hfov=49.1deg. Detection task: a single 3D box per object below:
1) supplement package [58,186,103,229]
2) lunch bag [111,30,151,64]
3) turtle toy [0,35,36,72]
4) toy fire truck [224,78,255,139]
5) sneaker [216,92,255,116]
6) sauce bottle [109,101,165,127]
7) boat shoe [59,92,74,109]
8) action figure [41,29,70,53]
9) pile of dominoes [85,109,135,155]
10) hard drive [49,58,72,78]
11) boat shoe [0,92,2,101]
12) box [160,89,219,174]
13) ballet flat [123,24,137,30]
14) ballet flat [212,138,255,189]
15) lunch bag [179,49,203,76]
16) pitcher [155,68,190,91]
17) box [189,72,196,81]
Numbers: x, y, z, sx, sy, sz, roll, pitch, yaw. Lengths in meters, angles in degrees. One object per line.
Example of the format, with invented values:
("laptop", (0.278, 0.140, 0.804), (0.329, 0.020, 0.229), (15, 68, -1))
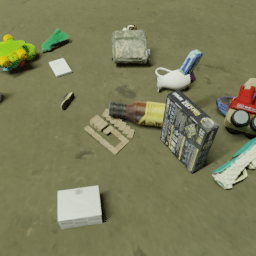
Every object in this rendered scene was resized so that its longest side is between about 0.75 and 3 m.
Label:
("supplement package", (-1.482, 2.456, 8.695), (1.275, 0.707, 0.993), (-6, 51, -7))
("lunch bag", (0.113, -3.840, 13.728), (1.867, 1.301, 1.566), (-1, 61, -2))
("turtle toy", (-5.507, -3.546, 13.476), (2.300, 1.162, 1.676), (-32, 66, -27))
("toy fire truck", (5.205, -0.915, 10.747), (2.425, 1.772, 2.755), (16, 78, 14))
("sneaker", (5.047, -1.072, 11.420), (2.883, 1.131, 1.086), (0, 49, 0))
("sauce bottle", (0.751, -0.579, 11.083), (2.984, 0.985, 0.985), (7, 50, 6))
("boat shoe", (-2.676, -1.178, 12.050), (0.333, 0.362, 1.013), (11, 49, 22))
("action figure", (-3.973, -4.512, 14.790), (0.987, 0.457, 1.671), (30, 63, 21))
("pile of dominoes", (-0.698, 0.145, 11.072), (1.795, 0.286, 1.399), (39, 59, 19))
("hard drive", (-3.298, -2.941, 13.650), (0.768, 0.148, 1.165), (-22, 53, -18))
("boat shoe", (-6.739, -1.030, 11.423), (1.081, 1.063, 2.998), (36, 58, 26))
("box", (1.948, 0.172, 9.533), (0.588, 2.394, 1.930), (-24, 53, -20))
("ballet flat", (-0.011, -5.373, 15.489), (1.364, 0.493, 0.463), (-36, 57, -26))
("ballet flat", (3.971, 1.259, 9.801), (2.519, 0.904, 0.904), (-33, 57, -21))
("lunch bag", (2.173, -2.253, 9.694), (0.358, 0.868, 0.698), (41, 39, 16))
("pitcher", (1.988, -2.284, 12.605), (1.449, 0.879, 1.243), (-7, 63, 3))
("box", (2.789, -2.530, 12.874), (0.168, 0.857, 0.586), (-48, 61, 3))
